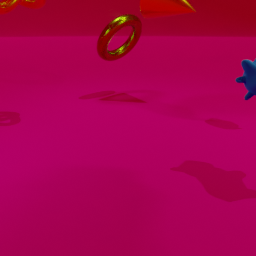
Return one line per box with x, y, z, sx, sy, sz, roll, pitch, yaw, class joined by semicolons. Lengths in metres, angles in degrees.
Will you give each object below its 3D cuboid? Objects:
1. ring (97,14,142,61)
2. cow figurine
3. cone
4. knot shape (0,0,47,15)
-0.304;-3.327;10.444;2.004;2.004;0.401;-21;64;-44;ring
2.475;-0.866;4.006;1.547;0.863;1.572;-30;15;8;cow figurine
1.508;-4.023;9.003;1.625;1.619;1.619;36;35;25;cone
-2.562;-3.328;6.655;1.873;0.866;1.753;-29;10;-14;knot shape
